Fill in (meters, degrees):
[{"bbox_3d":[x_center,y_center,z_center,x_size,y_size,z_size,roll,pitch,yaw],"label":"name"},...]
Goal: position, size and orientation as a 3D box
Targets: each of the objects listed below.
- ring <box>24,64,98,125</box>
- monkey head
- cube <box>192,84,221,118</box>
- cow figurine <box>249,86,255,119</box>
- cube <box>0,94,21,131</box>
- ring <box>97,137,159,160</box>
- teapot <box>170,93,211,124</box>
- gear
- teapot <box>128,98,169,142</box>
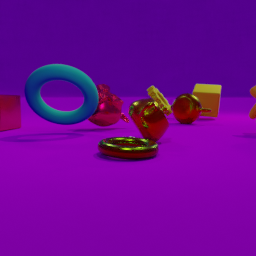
[{"bbox_3d":[-1.654,-0.780,7.031,1.823,1.823,0.365,0,45,-1],"label":"ring"},{"bbox_3d":[-0.755,-0.665,8.472,1.756,1.058,1.263,5,36,-15],"label":"monkey head"},{"bbox_3d":[3.290,-1.164,11.766,1.063,1.063,1.063,6,28,18],"label":"cube"},{"bbox_3d":[3.699,-0.660,7.310,1.228,1.208,0.674,14,25,-16],"label":"cow figurine"},{"bbox_3d":[-3.917,-0.475,8.316,1.024,1.024,1.024,2,6,13],"label":"cube"},{"bbox_3d":[0.004,0.334,4.887,1.074,0.215,1.074,3,8,0],"label":"ring"},{"bbox_3d":[2.121,-0.690,10.014,1.766,1.098,0.865,10,8,43],"label":"teapot"},{"bbox_3d":[1.395,-1.182,12.163,0.271,1.464,1.464,-38,-6,18],"label":"gear"},{"bbox_3d":[0.516,-0.214,6.122,0.787,0.999,1.607,-33,-18,0],"label":"teapot"}]
